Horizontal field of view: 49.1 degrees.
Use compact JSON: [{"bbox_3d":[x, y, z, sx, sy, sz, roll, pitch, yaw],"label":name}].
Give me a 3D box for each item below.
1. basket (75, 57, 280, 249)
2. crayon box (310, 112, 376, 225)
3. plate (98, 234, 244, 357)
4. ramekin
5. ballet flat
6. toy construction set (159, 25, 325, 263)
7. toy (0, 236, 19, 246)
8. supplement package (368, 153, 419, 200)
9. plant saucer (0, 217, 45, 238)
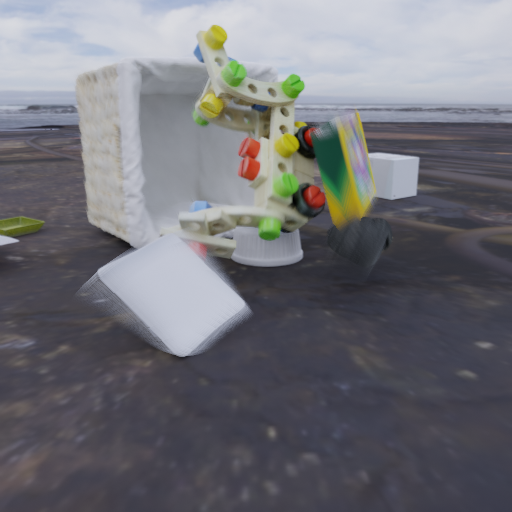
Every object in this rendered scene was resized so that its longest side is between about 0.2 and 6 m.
[{"bbox_3d":[-1.495,-1.956,10.588,3.183,3.155,2.560,-11,16,-38],"label":"basket"},{"bbox_3d":[1.347,-1.354,8.420,0.455,1.347,1.561,-8,17,24],"label":"crayon box"},{"bbox_3d":[-0.939,0.426,6.347,1.307,0.212,1.310,43,37,9],"label":"plate"},{"bbox_3d":[0.171,-0.258,9.302,1.234,0.575,1.234,0,17,0],"label":"ramekin"},{"bbox_3d":[1.497,-0.121,7.718,0.796,0.680,2.394,-35,-12,18],"label":"ballet flat"},{"bbox_3d":[-0.170,-1.467,8.283,2.274,3.468,1.598,19,-17,-27],"label":"toy construction set"},{"bbox_3d":[-4.637,-0.068,8.898,1.101,0.451,1.912,-18,22,-40],"label":"toy"},{"bbox_3d":[3.449,-2.152,14.993,1.036,1.044,1.375,-12,20,-35],"label":"supplement package"},{"bbox_3d":[-4.754,-0.550,10.980,0.870,0.208,0.871,12,19,35],"label":"plant saucer"}]
